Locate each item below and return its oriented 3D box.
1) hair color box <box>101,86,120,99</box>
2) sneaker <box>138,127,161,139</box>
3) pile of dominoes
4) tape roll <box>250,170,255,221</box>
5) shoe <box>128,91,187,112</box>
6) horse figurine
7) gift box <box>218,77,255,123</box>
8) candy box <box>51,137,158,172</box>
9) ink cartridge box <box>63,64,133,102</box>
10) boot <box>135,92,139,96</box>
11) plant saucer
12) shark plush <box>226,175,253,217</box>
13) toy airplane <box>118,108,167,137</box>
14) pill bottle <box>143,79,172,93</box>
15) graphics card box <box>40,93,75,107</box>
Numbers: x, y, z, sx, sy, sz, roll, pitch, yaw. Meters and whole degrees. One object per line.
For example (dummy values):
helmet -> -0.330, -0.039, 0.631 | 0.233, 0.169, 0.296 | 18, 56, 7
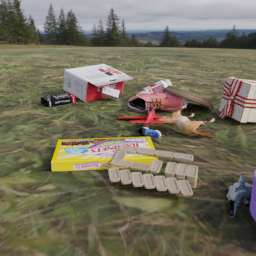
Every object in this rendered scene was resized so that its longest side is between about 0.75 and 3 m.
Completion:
hair color box -> -0.837, -1.702, 13.479 | 0.802, 0.397, 0.243 | 17, -17, -11
sneaker -> 0.648, 0.172, 8.894 | 0.762, 0.292, 0.424 | 24, 22, 37
pile of dominoes -> 0.579, 1.044, 6.642 | 2.064, 0.329, 1.609 | 7, 27, 16
tape roll -> 3.422, 1.326, 4.875 | 2.335, 0.766, 2.335 | 2, 11, 0
shoe -> 1.188, -1.025, 11.738 | 2.401, 0.858, 1.092 | 10, 27, 32
horse figurine -> 2.020, -0.185, 9.480 | 1.295, 0.488, 1.954 | -24, 40, -29
gift box -> 4.448, -1.051, 10.768 | 1.629, 1.609, 1.744 | 3, 14, -19
candy box -> -0.621, 0.674, 7.683 | 2.711, 0.358, 1.386 | -2, 24, -5
ink cartridge box -> -1.479, -2.262, 14.288 | 2.373, 1.134, 2.703 | 31, 35, 33
boot -> 0.579, -1.695, 14.362 | 0.514, 0.273, 0.781 | 7, 10, 27
plant saucer -> 2.624, -1.373, 12.114 | 2.323, 0.342, 2.323 | 20, 8, -3
shark plush -> 2.333, 1.397, 5.736 | 0.470, 0.513, 1.129 | 40, 29, 14
toy airplane -> 0.771, -0.363, 10.331 | 2.630, 0.484, 2.630 | -2, 20, 1
pill bottle -> 1.429, -1.801, 13.310 | 1.281, 0.724, 0.724 | -25, 24, -6
graphics card box -> -3.281, -1.319, 13.126 | 1.372, 0.349, 0.861 | -15, 25, -38
